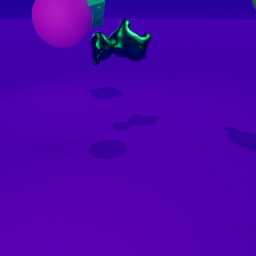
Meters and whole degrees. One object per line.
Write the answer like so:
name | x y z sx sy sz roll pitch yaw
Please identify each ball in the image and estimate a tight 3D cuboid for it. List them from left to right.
ball | -1.079 -1.809 4.631 0.968 0.968 0.968 0 24 0

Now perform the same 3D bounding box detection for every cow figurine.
cow figurine | -0.199 -1.956 6.851 1.426 1.404 0.783 26 -25 -15

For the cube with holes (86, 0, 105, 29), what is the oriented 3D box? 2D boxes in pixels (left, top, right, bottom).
cube with holes | -1.542 -3.989 9.160 1.123 1.123 1.123 -23 -15 -17

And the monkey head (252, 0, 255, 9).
monkey head | 2.892 -2.317 4.844 1.319 1.105 1.834 -8 6 -21
